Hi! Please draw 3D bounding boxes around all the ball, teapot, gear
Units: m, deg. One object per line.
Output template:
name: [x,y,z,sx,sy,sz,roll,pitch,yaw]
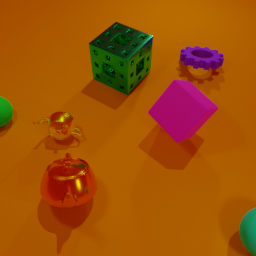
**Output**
ball: [-3.416,-0.429,7.254,0.813,0.813,0.813,0,52,0]
teapot: [-1.706,-0.032,6.911,1.191,0.741,0.583,18,29,-10]
teapot: [-1.222,1.080,5.777,1.180,0.929,1.898,-3,24,-11]
gear: [2.302,-2.214,8.782,1.328,0.246,1.328,2,36,-2]
ball: [2.600,1.965,5.218,0.970,0.970,0.970,0,52,0]

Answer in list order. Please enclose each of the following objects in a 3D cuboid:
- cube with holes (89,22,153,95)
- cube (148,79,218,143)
cube with holes: [-0.182,-2.039,8.204,1.291,1.291,1.291,28,57,20]
cube: [1.327,-0.424,6.707,1.035,1.035,1.035,47,26,18]
